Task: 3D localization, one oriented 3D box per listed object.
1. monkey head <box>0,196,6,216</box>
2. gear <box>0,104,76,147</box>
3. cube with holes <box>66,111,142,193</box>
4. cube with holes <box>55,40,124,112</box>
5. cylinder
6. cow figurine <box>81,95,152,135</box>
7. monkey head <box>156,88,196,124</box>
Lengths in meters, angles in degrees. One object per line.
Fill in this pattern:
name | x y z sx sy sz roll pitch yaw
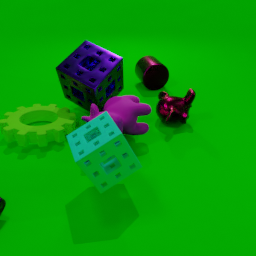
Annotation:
monkey head | -2.544 1.234 4.552 0.796 0.951 1.322 40 60 13
gear | -2.258 -0.119 7.148 1.811 0.335 1.811 3 27 -1
cube with holes | -0.433 0.414 4.980 0.858 0.858 0.858 -32 35 -3
cube with holes | -0.983 -1.343 7.688 1.244 1.244 1.244 30 63 17
cylinder | 0.805 -1.889 9.557 0.938 0.938 0.938 -9 33 -13
cow figurine | -0.330 -0.247 6.527 1.696 0.946 1.724 -2 24 -19
monkey head | 1.248 -0.627 7.472 0.897 1.071 1.489 16 31 -13
